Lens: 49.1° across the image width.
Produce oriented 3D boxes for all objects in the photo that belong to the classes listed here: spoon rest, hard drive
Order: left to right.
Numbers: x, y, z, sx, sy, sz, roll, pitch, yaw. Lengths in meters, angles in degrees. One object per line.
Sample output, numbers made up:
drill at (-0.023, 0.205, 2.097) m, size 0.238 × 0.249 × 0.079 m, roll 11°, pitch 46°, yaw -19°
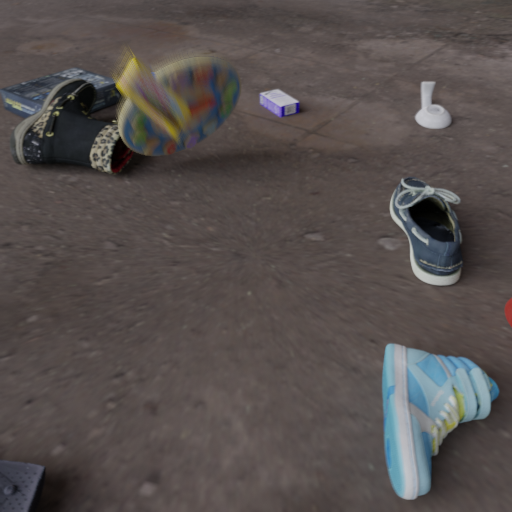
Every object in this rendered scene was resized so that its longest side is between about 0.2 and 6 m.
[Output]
hard drive at (-3.110, 2.575, 5.282) m, size 1.961 × 0.415 × 1.323 m, roll 1°, pitch 37°, yaw 1°
spoon rest at (4.250, -3.567, 13.589) m, size 0.819 × 0.499 × 1.648 m, roll 2°, pitch 50°, yaw 5°

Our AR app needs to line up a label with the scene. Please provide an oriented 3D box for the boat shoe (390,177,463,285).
boat shoe at (2.805, -0.662, 9.258) m, size 1.028 × 0.849 × 2.746 m, roll 4°, pitch 37°, yaw 6°

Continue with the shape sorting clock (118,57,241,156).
shape sorting clock at (-1.367, -2.693, 10.421) m, size 2.463 × 2.463 × 0.483 m, roll -21°, pitch 65°, yaw -26°

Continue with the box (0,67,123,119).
box at (-4.800, -3.996, 13.950) m, size 1.823 × 0.590 × 2.311 m, roll 24°, pitch 42°, yaw 30°

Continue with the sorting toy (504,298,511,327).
sorting toy at (5.021, -0.107, 8.164) m, size 3.765 × 1.297 × 1.306 m, roll -31°, pitch 46°, yaw -34°

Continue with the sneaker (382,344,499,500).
sneaker at (2.056, 1.747, 6.107) m, size 1.272 × 0.775 × 1.949 m, roll 4°, pitch 38°, yaw 7°

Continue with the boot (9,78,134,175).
boot at (-3.493, -2.734, 11.913) m, size 2.221 × 1.062 × 2.941 m, roll 11°, pitch 44°, yaw 10°

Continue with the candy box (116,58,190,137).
candy box at (-1.569, -2.449, 8.692) m, size 0.156 × 1.182 × 0.604 m, roll -16°, pitch 47°, yaw 41°

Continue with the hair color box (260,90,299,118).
hair color box at (0.570, -3.795, 13.917) m, size 0.543 × 0.322 × 0.994 m, roll -20°, pitch 43°, yaw -23°
